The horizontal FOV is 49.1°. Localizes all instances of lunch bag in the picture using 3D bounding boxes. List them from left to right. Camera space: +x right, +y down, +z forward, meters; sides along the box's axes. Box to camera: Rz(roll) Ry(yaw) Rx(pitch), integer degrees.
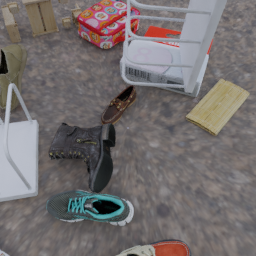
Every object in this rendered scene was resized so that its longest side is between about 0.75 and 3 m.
[{"bbox_3d":[-0.538,-3.435,9.301,1.703,0.792,1.933,36,59,18],"label":"lunch bag"}]

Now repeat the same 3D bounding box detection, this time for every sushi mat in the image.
[{"bbox_3d":[2.471,-0.620,7.611,0.920,0.116,1.923,35,61,23],"label":"sushi mat"}]

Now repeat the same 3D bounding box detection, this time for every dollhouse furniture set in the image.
[{"bbox_3d":[-2.854,-3.946,9.331,2.506,1.299,1.109,-18,58,-13],"label":"dollhouse furniture set"}]

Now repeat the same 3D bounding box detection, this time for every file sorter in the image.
[{"bbox_3d":[-3.562,0.384,5.843,2.902,1.807,2.014,-8,55,-6],"label":"file sorter"},{"bbox_3d":[0.882,-2.602,6.428,1.831,2.941,2.041,4,54,-3],"label":"file sorter"}]

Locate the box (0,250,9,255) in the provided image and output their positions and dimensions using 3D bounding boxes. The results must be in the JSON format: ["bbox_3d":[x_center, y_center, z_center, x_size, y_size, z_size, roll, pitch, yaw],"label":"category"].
[{"bbox_3d":[-2.508,2.705,5.163,0.447,0.141,0.812,24,57,17],"label":"box"}]

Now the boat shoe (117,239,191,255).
[{"bbox_3d":[0.172,2.494,4.994,2.155,0.674,0.767,-13,53,-11],"label":"boat shoe"}]

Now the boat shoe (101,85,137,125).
[{"bbox_3d":[-0.254,-0.627,7.407,0.472,0.472,1.341,29,60,18],"label":"boat shoe"}]

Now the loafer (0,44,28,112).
[{"bbox_3d":[-3.085,-1.282,7.152,0.615,1.825,0.694,-3,29,-45],"label":"loafer"}]

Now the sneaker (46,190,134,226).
[{"bbox_3d":[-0.781,1.521,5.565,1.779,0.812,0.690,1,66,3],"label":"sneaker"}]

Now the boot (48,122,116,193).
[{"bbox_3d":[-1.092,0.604,6.218,1.513,0.602,1.738,-4,54,19],"label":"boot"}]

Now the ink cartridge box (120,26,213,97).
[{"bbox_3d":[1.310,-2.382,8.575,2.324,0.816,2.859,17,59,12],"label":"ink cartridge box"}]
